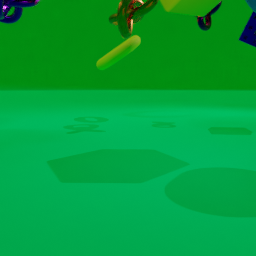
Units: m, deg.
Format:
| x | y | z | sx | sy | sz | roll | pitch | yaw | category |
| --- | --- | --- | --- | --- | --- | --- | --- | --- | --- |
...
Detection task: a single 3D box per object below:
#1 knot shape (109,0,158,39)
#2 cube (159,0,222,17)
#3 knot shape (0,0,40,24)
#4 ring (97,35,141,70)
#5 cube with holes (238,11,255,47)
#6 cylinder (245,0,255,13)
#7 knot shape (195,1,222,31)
| x | y | z | sx | sy | sz | roll | pitch | yaw | category |
| --- | --- | --- | --- | --- | --- | --- | --- | --- | --- |
| 0.069 | -3.483 | 8.462 | 0.836 | 1.808 | 1.692 | 38 | -11 | -16 | knot shape |
| 1.175 | -2.923 | 4.861 | 1.300 | 1.300 | 1.300 | -18 | -12 | -44 | cube |
| -3.054 | -3.125 | 7.137 | 1.309 | 0.647 | 1.399 | -18 | 16 | 35 | knot shape |
| -0.360 | -2.800 | 10.444 | 1.914 | 0.383 | 1.914 | -33 | 16 | 11 | ring |
| 3.855 | -2.884 | 7.926 | 0.898 | 0.898 | 0.898 | 29 | 50 | 13 | cube with holes |
| 2.342 | -2.331 | 3.759 | 1.267 | 1.267 | 1.267 | 25 | -22 | 11 | cylinder |
| 2.640 | -4.072 | 9.267 | 0.647 | 1.400 | 1.310 | 9 | -28 | -2 | knot shape |
